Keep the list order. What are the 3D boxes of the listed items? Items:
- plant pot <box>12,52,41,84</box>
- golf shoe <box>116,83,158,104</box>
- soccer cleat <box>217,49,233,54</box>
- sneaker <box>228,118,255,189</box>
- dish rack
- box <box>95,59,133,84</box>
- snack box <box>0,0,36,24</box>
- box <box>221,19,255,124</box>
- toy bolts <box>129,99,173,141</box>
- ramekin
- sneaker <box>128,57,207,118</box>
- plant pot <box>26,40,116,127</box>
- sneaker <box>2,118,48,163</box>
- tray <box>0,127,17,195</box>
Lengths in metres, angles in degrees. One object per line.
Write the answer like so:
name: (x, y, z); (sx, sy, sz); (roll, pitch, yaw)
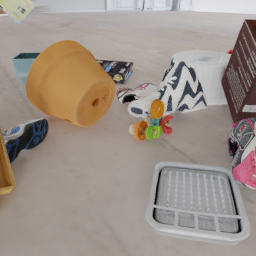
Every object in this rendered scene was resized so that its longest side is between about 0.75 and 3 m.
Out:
plant pot: (-4.147, -2.541, 12.077); (1.164, 1.186, 1.161); (0, 29, -1)
golf shoe: (0.401, -1.195, 10.288); (1.583, 0.575, 0.729); (-13, 43, -10)
soccer cleat: (4.150, -3.381, 13.949); (2.509, 0.918, 0.856); (-8, 29, -15)
sneaker: (2.804, 0.529, 6.513); (1.065, 1.150, 2.853); (-2, 15, 31)
dish rack: (1.283, 1.406, 5.407); (1.724, 0.437, 2.009); (4, 28, 10)
box: (-0.962, -2.667, 13.055); (2.121, 0.531, 2.137); (5, 29, 11)
snack box: (-3.688, -4.040, 8.684); (0.816, 1.404, 0.260); (-54, 27, -13)
box: (4.231, -1.548, 8.190); (2.059, 2.481, 2.037); (-1, 52, 0)
toy bolts: (0.649, -0.263, 8.009); (0.869, 1.197, 1.253); (12, 11, 36)
ramekin: (2.958, -2.095, 10.992); (2.904, 1.416, 2.904); (0, 28, 0)
sneaker: (1.185, -1.323, 8.849); (2.729, 1.776, 1.089); (-8, -3, -16)
plant pot: (-1.548, -1.174, 8.504); (1.713, 2.447, 2.447); (36, 42, 24)
sneaker: (-2.913, 0.226, 7.258); (0.798, 0.785, 2.073); (18, 31, 23)
tray: (-3.083, 0.464, 5.788); (0.973, 0.365, 1.973); (-5, 65, -45)
